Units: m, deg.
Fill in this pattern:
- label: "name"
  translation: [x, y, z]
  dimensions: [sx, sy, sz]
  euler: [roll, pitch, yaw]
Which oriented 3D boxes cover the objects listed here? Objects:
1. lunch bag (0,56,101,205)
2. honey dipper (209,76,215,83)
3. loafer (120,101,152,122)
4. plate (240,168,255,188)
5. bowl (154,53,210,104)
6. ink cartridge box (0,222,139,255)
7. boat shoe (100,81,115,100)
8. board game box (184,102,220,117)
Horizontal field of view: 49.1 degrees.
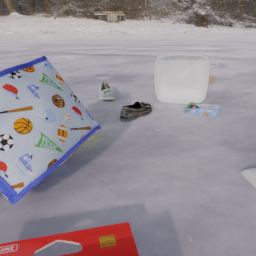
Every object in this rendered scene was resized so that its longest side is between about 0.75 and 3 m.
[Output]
- label: "lunch bag"
  translation: [-2.319, 0.005, 6.140]
  dimensions: [1.697, 2.329, 2.740]
  euler: [-36, 9, 32]
- label: "honey dipper"
  translation: [4.433, -2.585, 15.769]
  dimensions: [0.350, 0.350, 1.842]
  euler: [14, 27, 32]
- label: "loafer"
  translation: [0.369, -0.752, 10.801]
  dimensions: [0.661, 0.579, 1.841]
  euler: [15, 26, 33]
- label: "plate"
  translation: [3.528, 1.213, 6.363]
  dimensions: [1.375, 0.223, 1.378]
  euler: [-4, 22, -9]
- label: "bowl"
  translation: [2.281, -2.200, 12.039]
  dimensions: [2.252, 2.249, 0.841]
  euler: [2, 33, 9]
- label: "ink cartridge box"
  translation: [-0.860, 2.022, 3.430]
  dimensions: [2.410, 0.539, 2.124]
  euler: [-6, 33, -13]
- label: "boat shoe"
  translation: [-1.022, -1.740, 13.251]
  dimensions: [0.690, 0.600, 1.872]
  euler: [-3, 22, -9]
- label: "board game box"
  translation: [2.999, -0.763, 11.308]
  dimensions: [1.248, 0.228, 0.944]
  euler: [11, 24, 24]
